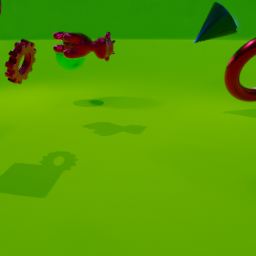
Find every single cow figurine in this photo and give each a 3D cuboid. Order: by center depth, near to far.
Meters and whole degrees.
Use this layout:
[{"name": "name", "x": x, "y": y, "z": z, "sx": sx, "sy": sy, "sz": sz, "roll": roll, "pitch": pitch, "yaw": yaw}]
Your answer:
[{"name": "cow figurine", "x": -1.357, "y": -2.649, "z": 8.956, "sx": 1.671, "sy": 0.932, "sz": 1.698, "roll": -12, "pitch": 28, "yaw": -36}]

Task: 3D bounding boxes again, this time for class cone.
[{"name": "cone", "x": 3.055, "y": -3.643, "z": 10.483, "sx": 1.408, "sy": 1.403, "sz": 1.403, "roll": -38, "pitch": 16, "yaw": 11}]

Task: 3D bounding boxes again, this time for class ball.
[{"name": "ball", "x": -2.451, "y": -3.082, "z": 11.922, "sx": 1.251, "sy": 1.251, "sz": 1.251, "roll": 0, "pitch": 19, "yaw": 0}]

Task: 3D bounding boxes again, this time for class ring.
[{"name": "ring", "x": 2.294, "y": -0.988, "z": 4.802, "sx": 1.287, "sy": 1.287, "sz": 0.257, "roll": -2, "pitch": 42, "yaw": -6}]

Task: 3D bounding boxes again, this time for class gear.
[{"name": "gear", "x": -2.539, "y": -1.571, "z": 6.675, "sx": 0.196, "sy": 1.061, "sz": 1.061, "roll": 23, "pitch": 21, "yaw": 1}]

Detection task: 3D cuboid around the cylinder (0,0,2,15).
[{"name": "cylinder", "x": -3.525, "y": -2.723, "z": 5.872, "sx": 1.174, "sy": 1.174, "sz": 1.174, "roll": 4, "pitch": 5, "yaw": 12}]
